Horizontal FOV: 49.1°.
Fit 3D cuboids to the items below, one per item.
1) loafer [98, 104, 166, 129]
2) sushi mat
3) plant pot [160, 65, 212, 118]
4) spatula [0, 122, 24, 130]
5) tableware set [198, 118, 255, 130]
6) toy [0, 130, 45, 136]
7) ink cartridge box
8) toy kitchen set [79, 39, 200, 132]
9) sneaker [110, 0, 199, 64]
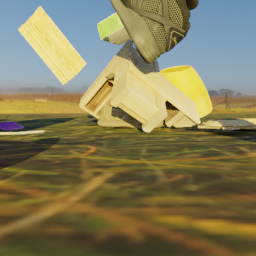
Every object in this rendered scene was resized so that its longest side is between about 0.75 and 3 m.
[{"bbox_3d":[0.141,-0.342,7.734,2.081,0.702,0.791,1,4,12],"label":"loafer"},{"bbox_3d":[-2.072,-2.221,7.701,0.942,1.968,0.119,-36,9,15],"label":"sushi mat"},{"bbox_3d":[2.086,-1.556,11.710,2.622,1.861,2.622,-10,20,3],"label":"plant pot"},{"bbox_3d":[-3.300,-0.043,7.062,1.762,0.181,0.498,-1,8,40],"label":"spatula"},{"bbox_3d":[3.044,-0.032,6.138,2.263,0.314,2.709,2,4,41],"label":"tableware set"},{"bbox_3d":[-1.585,0.175,1.015,1.324,0.543,2.299,-2,-1,25],"label":"toy"},{"bbox_3d":[0.118,-4.046,10.748,2.333,0.692,1.211,-17,-7,34],"label":"ink cartridge box"},{"bbox_3d":[0.158,-0.345,7.491,2.262,2.502,2.773,33,30,-21],"label":"toy kitchen set"},{"bbox_3d":[0.377,-2.835,5.685,1.614,2.818,1.077,-31,-16,7],"label":"sneaker"}]
